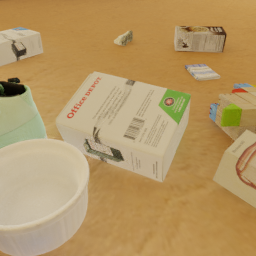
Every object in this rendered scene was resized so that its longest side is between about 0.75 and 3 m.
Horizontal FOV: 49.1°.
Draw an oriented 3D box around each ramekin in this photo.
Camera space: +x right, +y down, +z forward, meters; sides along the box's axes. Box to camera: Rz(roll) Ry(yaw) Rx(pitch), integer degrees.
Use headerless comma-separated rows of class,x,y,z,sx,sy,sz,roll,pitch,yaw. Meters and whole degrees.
ramekin,-1.540,1.093,4.565,1.881,0.917,1.881,0,36,0

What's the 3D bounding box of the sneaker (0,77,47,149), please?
sneaker,-3.315,-0.242,5.815,2.963,1.748,1.090,-6,36,-8

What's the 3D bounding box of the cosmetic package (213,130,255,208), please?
cosmetic package,2.556,0.928,4.766,1.842,0.804,0.952,32,47,28

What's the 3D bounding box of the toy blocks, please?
toy blocks,3.242,-0.480,6.737,2.979,1.488,2.036,-3,23,-7

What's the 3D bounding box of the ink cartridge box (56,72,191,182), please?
ink cartridge box,-0.053,-0.127,5.909,2.308,0.970,1.685,17,55,20

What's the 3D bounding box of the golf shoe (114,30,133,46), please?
golf shoe,-0.188,-4.056,12.524,0.611,0.492,1.257,9,34,23

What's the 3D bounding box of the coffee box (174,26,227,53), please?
coffee box,2.986,-3.757,11.773,1.987,0.793,1.123,3,35,4

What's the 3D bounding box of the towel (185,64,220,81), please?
towel,2.573,-1.973,9.761,0.874,0.142,1.191,-6,35,-10

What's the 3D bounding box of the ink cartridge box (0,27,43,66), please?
ink cartridge box,-4.627,-3.213,10.926,1.470,0.848,2.027,26,42,33
